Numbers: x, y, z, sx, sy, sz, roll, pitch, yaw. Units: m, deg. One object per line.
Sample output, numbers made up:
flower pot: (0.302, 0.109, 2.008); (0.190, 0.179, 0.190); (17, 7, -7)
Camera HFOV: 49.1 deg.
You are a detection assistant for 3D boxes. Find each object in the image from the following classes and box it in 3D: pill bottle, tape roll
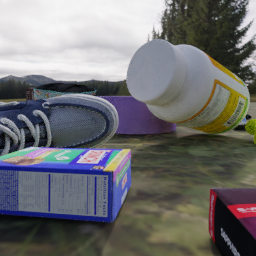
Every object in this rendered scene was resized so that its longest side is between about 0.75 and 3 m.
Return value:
pill bottle: (1.326, -0.815, 6.004); (1.565, 1.565, 2.817); (6, -5, 44)
tape roll: (0.230, -0.426, 7.845); (2.238, 0.951, 2.238); (0, 6, 0)

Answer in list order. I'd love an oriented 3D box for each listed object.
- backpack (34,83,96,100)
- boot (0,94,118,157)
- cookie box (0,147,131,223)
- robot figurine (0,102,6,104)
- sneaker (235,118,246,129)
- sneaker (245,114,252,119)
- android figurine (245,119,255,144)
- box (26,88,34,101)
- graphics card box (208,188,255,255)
backpack: (-1.969, -0.727, 8.491); (1.553, 1.354, 1.767); (12, 6, 17)
boot: (-1.409, 0.126, 3.718); (2.619, 0.953, 1.183); (-9, 12, -2)
cookie box: (-0.571, 0.439, 2.521); (1.101, 0.414, 0.942); (2, 5, 8)
robot figurine: (-4.036, -0.413, 8.492); (1.358, 0.767, 1.151); (4, 29, 42)
sneaker: (3.206, -0.242, 8.239); (0.484, 0.492, 1.278); (3, 8, 11)
sneaker: (4.693, -0.527, 11.376); (0.788, 0.297, 0.312); (7, 12, -29)
android figurine: (3.371, 0.103, 5.421); (2.268, 0.466, 2.064); (-3, 7, -41)
box: (-3.290, -0.948, 11.038); (1.249, 1.262, 1.521); (-3, 7, -24)
graphics card box: (0.960, 0.625, 1.162); (0.897, 0.363, 1.429); (1, 7, 1)
